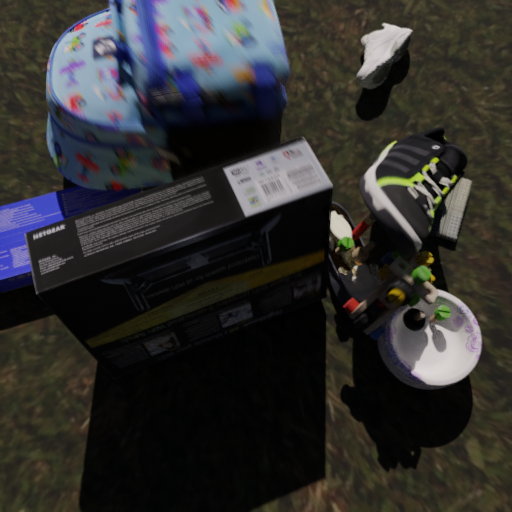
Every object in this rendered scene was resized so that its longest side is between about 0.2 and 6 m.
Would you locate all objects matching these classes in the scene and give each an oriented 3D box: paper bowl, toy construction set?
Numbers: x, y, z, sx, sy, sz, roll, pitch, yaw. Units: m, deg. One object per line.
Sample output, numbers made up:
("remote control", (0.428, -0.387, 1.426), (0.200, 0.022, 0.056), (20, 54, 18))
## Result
("paper bowl", (2.943, 1.468, 9.725), (1.665, 0.866, 1.665), (0, 71, 0))
("toy construction set", (2.265, 0.166, 9.054), (1.727, 1.591, 2.070), (-17, 70, -25))

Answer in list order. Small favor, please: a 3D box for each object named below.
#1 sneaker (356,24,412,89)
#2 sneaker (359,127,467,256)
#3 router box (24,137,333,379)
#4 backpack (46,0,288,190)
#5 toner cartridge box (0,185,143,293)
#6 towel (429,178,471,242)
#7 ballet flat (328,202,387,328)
("sneaker", (2.504, -4.230, 11.817), (0.889, 0.697, 1.788), (32, 65, 17))
("sneaker", (2.717, -1.378, 9.329), (1.482, 3.579, 1.283), (-30, 109, 29))
("router box", (-0.898, 0.215, 8.822), (4.140, 3.255, 1.081), (-20, 59, -8))
("backpack", (-1.756, -3.093, 9.864), (4.191, 2.819, 3.826), (-5, 60, -4))
("toner cartridge box", (-3.510, -0.469, 10.488), (3.041, 0.657, 1.445), (-16, 71, -6))
("towel", (3.440, -1.056, 10.954), (1.304, 0.234, 1.354), (19, 75, 10))
("ballet flat", (1.707, 0.118, 10.177), (0.947, 0.947, 2.593), (-19, 73, -6))
